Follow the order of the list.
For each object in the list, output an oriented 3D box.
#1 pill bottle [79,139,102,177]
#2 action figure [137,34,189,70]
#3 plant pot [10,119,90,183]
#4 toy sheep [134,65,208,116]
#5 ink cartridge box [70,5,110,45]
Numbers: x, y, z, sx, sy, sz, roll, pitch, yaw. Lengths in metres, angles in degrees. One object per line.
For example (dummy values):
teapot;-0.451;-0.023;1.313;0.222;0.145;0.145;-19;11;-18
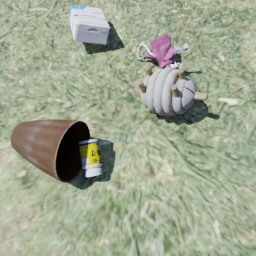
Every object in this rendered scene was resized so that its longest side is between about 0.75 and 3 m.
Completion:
pill bottle;-1.026;0.837;7.817;0.563;0.563;0.986;-10;86;-6
action figure;1.223;-2.501;9.728;1.420;1.277;1.906;-3;46;-11
plant pot;-2.269;0.438;7.811;1.829;1.710;1.710;14;58;19
toy sheep;1.251;-1.123;8.685;2.399;1.654;1.654;17;57;30
ink cartridge box;-1.515;-3.978;10.763;1.248;0.720;1.720;0;44;-20
